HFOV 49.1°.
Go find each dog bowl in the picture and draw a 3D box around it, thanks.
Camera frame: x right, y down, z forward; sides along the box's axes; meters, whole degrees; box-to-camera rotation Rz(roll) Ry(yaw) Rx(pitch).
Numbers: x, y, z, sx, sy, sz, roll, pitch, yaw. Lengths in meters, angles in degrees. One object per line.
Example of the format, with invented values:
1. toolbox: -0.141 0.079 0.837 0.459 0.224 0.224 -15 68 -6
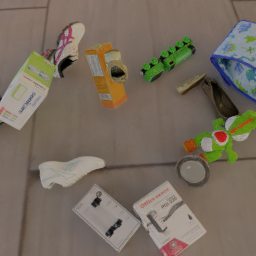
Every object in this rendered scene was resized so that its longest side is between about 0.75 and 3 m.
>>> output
1. dog bowl: 1.895 1.230 8.147 1.007 1.007 0.295 24 27 13

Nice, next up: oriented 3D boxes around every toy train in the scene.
1. toy train: 1.548 -2.556 10.409 2.558 0.534 0.721 -36 77 -18

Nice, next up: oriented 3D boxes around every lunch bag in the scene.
1. lunch bag: 4.401 -2.360 9.645 2.592 1.651 2.204 38 68 8

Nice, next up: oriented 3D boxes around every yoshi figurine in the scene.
1. yoshi figurine: 2.905 0.314 8.525 2.278 1.281 1.276 -32 23 10

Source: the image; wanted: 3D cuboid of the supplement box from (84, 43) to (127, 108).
1. supplement box: -0.663 -1.603 8.686 0.664 1.929 0.642 12 39 39

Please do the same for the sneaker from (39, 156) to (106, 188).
1. sneaker: -1.614 1.317 8.265 1.993 0.701 0.798 -11 67 3

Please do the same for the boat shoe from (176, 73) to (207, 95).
1. boat shoe: 2.259 -1.649 9.933 1.235 0.453 0.387 -34 70 -16

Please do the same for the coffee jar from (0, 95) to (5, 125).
1. coffee jar: -5.230 -0.224 8.726 2.832 1.208 1.477 -35 70 -18

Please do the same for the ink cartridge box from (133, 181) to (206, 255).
1. ink cartridge box: 1.075 2.473 7.570 1.213 0.706 1.665 -31 64 -16

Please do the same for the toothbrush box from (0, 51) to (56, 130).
1. toothbrush box: -2.986 -1.163 8.278 0.868 1.468 2.016 33 27 -27

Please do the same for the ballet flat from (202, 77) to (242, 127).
1. ballet flat: 3.216 -0.849 9.452 0.774 0.532 2.297 -17 63 -9

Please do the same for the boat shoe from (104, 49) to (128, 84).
1. boat shoe: -0.281 -1.457 7.244 0.529 1.450 0.456 -10 71 1

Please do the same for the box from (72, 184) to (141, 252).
1. box: -0.580 2.459 7.688 1.670 0.502 0.974 35 67 18

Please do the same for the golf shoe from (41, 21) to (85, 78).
1. golf shoe: -2.197 -2.860 10.394 1.121 0.884 2.435 28 74 10
